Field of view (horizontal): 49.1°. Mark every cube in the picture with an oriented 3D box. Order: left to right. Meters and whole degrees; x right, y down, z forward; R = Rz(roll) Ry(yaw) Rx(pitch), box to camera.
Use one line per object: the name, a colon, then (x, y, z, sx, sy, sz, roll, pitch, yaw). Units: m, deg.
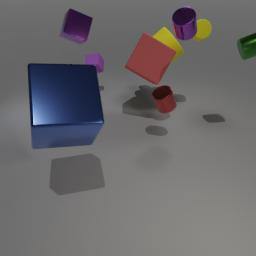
cube: (-1.417, -0.439, 6.139, 1.400, 1.400, 1.400, -3, 70, -19)
cube: (-1.520, -2.935, 8.163, 0.700, 0.700, 0.700, 15, 2, -24)
cube: (-1.646, -3.196, 13.870, 0.700, 0.700, 0.700, -7, 66, 18)
cube: (0.823, -2.643, 10.871, 1.400, 1.400, 1.400, 29, 8, -6)

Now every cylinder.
cylinder: (1.482, -3.440, 12.383, 1.400, 1.400, 1.400, -39, 26, 13)
cylinder: (1.253, -0.977, 9.605, 0.700, 0.700, 0.700, -15, 45, 15)
cylinder: (1.733, -3.162, 8.516, 0.700, 0.700, 0.700, -6, 66, 15)
cylinder: (2.822, -3.783, 10.862, 0.700, 0.700, 0.700, 2, 11, 4)
cylinder: (3.952, -2.622, 8.954, 0.700, 0.700, 0.700, -19, 26, 13)
